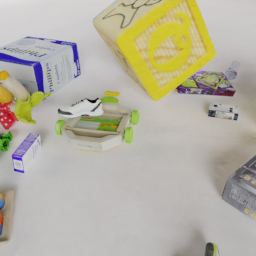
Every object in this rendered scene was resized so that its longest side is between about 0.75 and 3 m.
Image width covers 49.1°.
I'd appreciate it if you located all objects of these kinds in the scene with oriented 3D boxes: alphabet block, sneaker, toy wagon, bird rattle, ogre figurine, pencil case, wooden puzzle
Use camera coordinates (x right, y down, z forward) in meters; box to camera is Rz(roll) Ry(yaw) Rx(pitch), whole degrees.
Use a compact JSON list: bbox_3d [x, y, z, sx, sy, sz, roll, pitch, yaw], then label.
[{"bbox_3d":[0.850,-3.217,9.964,2.833,2.848,2.900,-38,37,3],"label":"alphabet block"},{"bbox_3d":[1.153,2.462,4.663,0.572,0.522,1.412,14,35,24],"label":"sneaker"},{"bbox_3d":[-0.796,-0.302,8.672,2.214,0.565,2.853,6,33,11],"label":"toy wagon"},{"bbox_3d":[-3.365,-0.910,7.982,2.227,1.816,1.255,6,52,38],"label":"bird rattle"},{"bbox_3d":[-3.828,0.512,7.216,1.094,0.895,1.825,13,46,-2],"label":"ogre figurine"},{"bbox_3d":[4.448,-2.461,11.910,0.489,0.533,1.175,-24,15,39],"label":"pencil case"},{"bbox_3d":[-3.116,1.829,5.718,1.387,0.347,1.497,-8,35,-12],"label":"wooden puzzle"},{"bbox_3d":[-1.430,-0.641,8.426,1.360,0.544,0.501,-7,29,-12],"label":"sneaker"}]

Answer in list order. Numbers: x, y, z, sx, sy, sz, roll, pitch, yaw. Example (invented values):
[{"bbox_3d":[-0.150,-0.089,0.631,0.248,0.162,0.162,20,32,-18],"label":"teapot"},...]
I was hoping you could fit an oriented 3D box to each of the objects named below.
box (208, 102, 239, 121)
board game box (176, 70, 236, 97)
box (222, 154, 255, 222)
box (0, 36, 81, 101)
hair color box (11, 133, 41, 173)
[{"bbox_3d":[3.169,-0.562,9.313,0.945,0.284,0.551,10,35,14],"label":"box"},{"bbox_3d":[2.792,-1.737,10.600,2.211,0.357,1.327,2,47,-12],"label":"board game box"},{"bbox_3d":[3.921,1.520,5.832,2.348,0.717,2.965,-27,42,-34],"label":"box"},{"bbox_3d":[-3.717,-2.471,11.093,2.539,1.448,2.760,13,37,20],"label":"box"},{"bbox_3d":[-2.623,0.633,7.292,0.319,0.538,0.985,12,35,6],"label":"hair color box"}]
